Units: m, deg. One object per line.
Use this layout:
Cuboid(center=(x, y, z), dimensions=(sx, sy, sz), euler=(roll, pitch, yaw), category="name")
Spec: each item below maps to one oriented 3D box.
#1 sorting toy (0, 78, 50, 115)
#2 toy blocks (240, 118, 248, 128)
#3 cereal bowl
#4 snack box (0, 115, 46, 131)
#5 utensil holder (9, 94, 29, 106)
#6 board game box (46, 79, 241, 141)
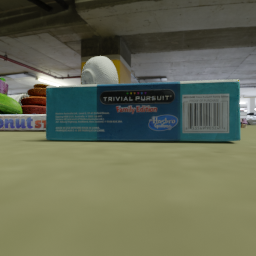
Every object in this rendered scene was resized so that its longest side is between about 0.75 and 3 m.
Cuboid(center=(-2.867, -0.778, 7.042), dimensions=(1.781, 1.216, 2.963), euler=(-5, -13, 32), category="sorting toy")
Cuboid(center=(4.074, -0.521, 11.098), dimensions=(1.244, 1.047, 1.163), euler=(0, 0, 0), category="toy blocks")
Cuboid(center=(-1.438, -2.082, 12.512), dimensions=(0.902, 2.167, 2.167), euler=(-15, 10, -41), category="cereal bowl")
Cuboid(center=(-2.134, -0.107, 5.903), dimensions=(2.793, 0.340, 1.004), euler=(0, 1, 10), category="snack box")
Cuboid(center=(-3.543, -0.458, 8.263), dimensions=(1.203, 1.022, 1.022), euler=(-2, 0, 11), category="utensil holder")
Cuboid(center=(0.251, -0.140, 3.179), dimensions=(1.544, 0.480, 2.045), euler=(0, 1, 10), category="board game box")
